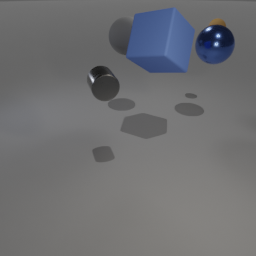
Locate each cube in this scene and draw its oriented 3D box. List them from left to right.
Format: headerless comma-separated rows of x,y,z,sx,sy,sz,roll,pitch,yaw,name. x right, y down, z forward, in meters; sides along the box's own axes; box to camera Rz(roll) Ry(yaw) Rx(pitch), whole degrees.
0.998,-2.555,8.459,1.400,1.400,1.400,8,-5,37,cube

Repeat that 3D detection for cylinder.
-0.628,-1.124,7.025,0.700,0.700,0.700,-8,32,-15,cylinder

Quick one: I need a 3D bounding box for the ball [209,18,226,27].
3.639,-4.107,11.449,0.700,0.700,0.700,0,28,0,ball

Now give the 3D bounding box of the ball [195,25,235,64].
3.179,-3.049,10.274,1.400,1.400,1.400,0,28,0,ball

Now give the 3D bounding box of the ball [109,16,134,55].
-0.032,-3.472,10.599,1.400,1.400,1.400,0,28,0,ball
